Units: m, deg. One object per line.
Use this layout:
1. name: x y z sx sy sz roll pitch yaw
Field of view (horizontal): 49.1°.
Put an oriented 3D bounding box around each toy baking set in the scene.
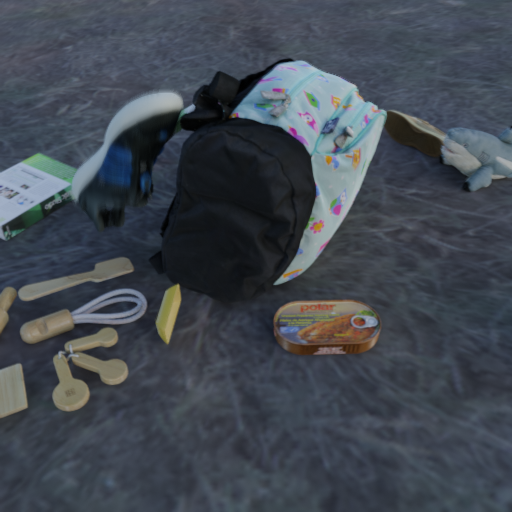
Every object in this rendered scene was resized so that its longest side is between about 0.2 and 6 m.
1. toy baking set: -3.008 1.168 8.377 2.504 0.380 3.263 3 40 -1

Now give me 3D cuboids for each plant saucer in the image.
1. plant saucer: -1.295 0.846 8.197 0.177 0.729 0.729 13 66 1

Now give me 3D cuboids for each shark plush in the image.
1. shark plush: 5.268 -2.181 11.681 2.901 1.208 1.318 0 40 0

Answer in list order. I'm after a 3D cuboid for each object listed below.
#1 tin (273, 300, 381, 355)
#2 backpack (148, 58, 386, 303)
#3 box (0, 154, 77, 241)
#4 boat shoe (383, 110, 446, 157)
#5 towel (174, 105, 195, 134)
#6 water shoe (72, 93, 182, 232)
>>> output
1. tin: 1.064 1.076 8.485 1.611 0.337 0.902 -1 44 -1
2. backpack: 0.402 -1.455 9.493 2.727 3.595 4.308 33 43 3
3. box: -4.651 -1.242 11.213 1.587 0.399 2.198 23 46 25
4. boat shoe: 3.728 -2.872 13.044 0.570 0.630 1.768 -25 54 -36
5. towel: -1.485 -2.276 9.956 2.220 0.260 1.693 -31 12 -3
6. water shoe: -1.747 -1.299 8.247 0.971 2.717 1.072 -23 81 -45
